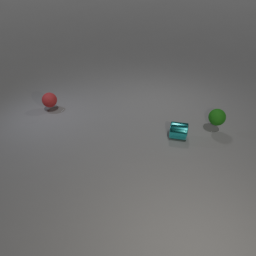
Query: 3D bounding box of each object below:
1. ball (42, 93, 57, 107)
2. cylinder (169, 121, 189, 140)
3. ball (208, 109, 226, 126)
[{"bbox_3d":[-3.715,-1.325,13.248,0.700,0.700,0.700,0,31,0],"label":"ball"},{"bbox_3d":[2.052,0.114,11.297,0.700,0.700,0.700,7,32,12],"label":"cylinder"},{"bbox_3d":[3.671,-0.446,11.532,0.700,0.700,0.700,0,31,0],"label":"ball"}]
